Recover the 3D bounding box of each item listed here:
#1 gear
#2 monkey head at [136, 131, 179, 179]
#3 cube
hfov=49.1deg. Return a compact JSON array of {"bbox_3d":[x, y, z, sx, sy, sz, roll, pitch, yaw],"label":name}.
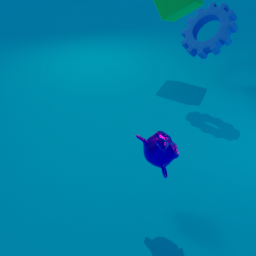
[{"bbox_3d":[2.453,-2.979,8.583,0.315,1.702,1.702,24,12,-46],"label":"gear"},{"bbox_3d":[0.532,0.406,5.078,1.005,0.606,0.723,55,17,17],"label":"monkey head"},{"bbox_3d":[1.793,-4.897,10.339,1.346,1.346,1.346,-21,5,32],"label":"cube"}]
